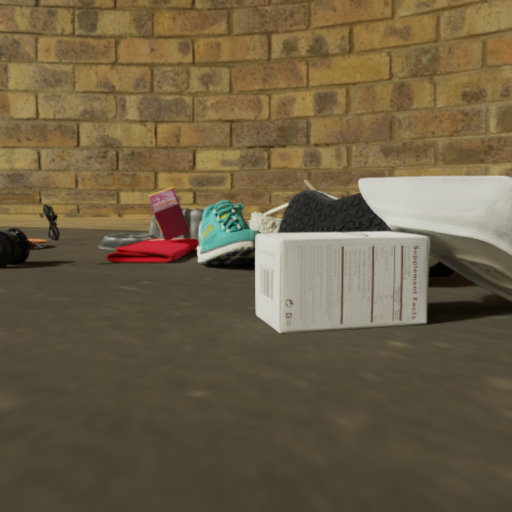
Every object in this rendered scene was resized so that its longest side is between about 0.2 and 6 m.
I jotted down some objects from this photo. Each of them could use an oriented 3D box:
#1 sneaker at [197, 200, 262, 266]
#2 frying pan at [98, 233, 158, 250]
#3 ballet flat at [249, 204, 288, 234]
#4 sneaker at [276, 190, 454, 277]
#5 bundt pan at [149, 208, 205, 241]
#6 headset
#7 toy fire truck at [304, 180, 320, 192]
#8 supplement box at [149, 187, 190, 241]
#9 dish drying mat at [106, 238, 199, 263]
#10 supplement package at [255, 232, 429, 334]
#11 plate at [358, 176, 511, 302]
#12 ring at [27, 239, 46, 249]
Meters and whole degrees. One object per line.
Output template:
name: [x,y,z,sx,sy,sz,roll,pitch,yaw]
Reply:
sneaker: [-0.513,-0.377,9.005,1.009,1.037,2.604,-2,6,-17]
frying pan: [-2.853,-0.358,13.035,1.409,0.379,2.329,0,8,-5]
ballet flat: [1.127,-0.796,12.686,2.813,1.009,1.009,-9,8,-20]
sneaker: [1.396,-0.107,7.608,1.399,1.211,3.377,24,-5,-24]
bundt pan: [-1.663,-0.799,14.609,2.417,0.907,2.417,0,6,0]
headset: [-3.920,-0.242,8.666,1.757,0.825,1.085,-11,6,1]
toy fire truck: [1.804,-1.195,14.895,1.041,1.618,1.424,2,6,9]
supplement box: [-1.724,-0.837,11.073,0.532,0.675,1.030,-21,28,-6]
dish drying mat: [-1.825,-0.132,10.559,1.124,0.266,2.926,1,5,4]
supplement package: [0.668,0.176,4.521,1.225,0.718,0.716,-1,5,-15]
plate: [1.940,0.019,4.376,2.042,0.331,2.047,29,0,-17]
ring: [-5.691,-0.243,12.406,1.974,0.189,1.974,0,4,0]
